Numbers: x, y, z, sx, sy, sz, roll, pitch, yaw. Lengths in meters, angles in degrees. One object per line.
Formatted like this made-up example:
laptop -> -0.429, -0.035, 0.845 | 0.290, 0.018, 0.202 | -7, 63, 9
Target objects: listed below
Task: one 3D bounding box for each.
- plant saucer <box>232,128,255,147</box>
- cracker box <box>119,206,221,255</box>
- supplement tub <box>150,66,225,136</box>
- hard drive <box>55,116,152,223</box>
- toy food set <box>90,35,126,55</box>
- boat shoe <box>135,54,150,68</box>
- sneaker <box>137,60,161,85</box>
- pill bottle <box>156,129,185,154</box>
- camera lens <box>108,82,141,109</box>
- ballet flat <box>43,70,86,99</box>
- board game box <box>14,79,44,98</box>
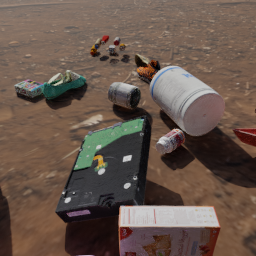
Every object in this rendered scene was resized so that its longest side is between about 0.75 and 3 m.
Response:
plant saucer -> 4.063, 0.356, 7.033 | 2.032, 0.373, 2.028 | 0, 10, -19
cracker box -> 0.654, 1.870, 4.820 | 1.610, 1.078, 0.464 | 0, 34, 1
supplement tub -> 1.745, -0.908, 8.691 | 1.460, 1.460, 2.213 | -13, 36, -18
hard drive -> -0.412, 0.824, 6.215 | 1.759, 0.476, 2.517 | -15, 35, 20
toy food set -> -1.044, -4.100, 14.104 | 1.749, 0.835, 0.787 | 6, 44, 9
boat shoe -> 0.744, -2.965, 12.704 | 0.439, 0.488, 1.352 | -11, 39, -27
sneaker -> 0.908, -2.394, 11.404 | 0.635, 0.917, 1.637 | -18, 38, -25
pill bottle -> 1.143, 0.383, 7.628 | 0.817, 0.461, 0.461 | -28, 43, -36
camera lens -> -0.102, -1.117, 9.605 | 0.972, 0.777, 0.777 | 19, 38, 28
ballet flat -> -2.359, -1.779, 10.655 | 0.693, 0.724, 2.057 | 23, 39, 29
board game box -> -3.705, -1.513, 10.642 | 0.948, 0.305, 0.699 | 19, 39, 26
